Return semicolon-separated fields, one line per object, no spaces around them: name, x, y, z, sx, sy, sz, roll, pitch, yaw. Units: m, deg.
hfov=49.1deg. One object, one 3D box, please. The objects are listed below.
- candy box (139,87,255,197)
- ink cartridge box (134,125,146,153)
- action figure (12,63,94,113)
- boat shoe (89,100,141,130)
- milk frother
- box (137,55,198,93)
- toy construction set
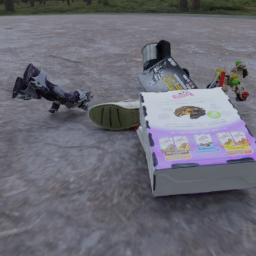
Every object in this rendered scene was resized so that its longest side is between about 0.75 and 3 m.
candy box;1.480;0.175;6.495;2.194;0.936;2.616;-4;41;-2
ink cartridge box;1.093;-0.013;8.185;1.648;0.510;2.032;-4;30;-9
action figure;-2.239;-1.012;8.965;2.571;0.892;1.673;21;-35;-40
boat shoe;-0.049;-0.440;8.672;2.247;0.840;0.768;1;18;1
milk frother;1.602;-2.676;12.122;1.639;1.816;1.708;-28;48;37
box;1.332;-1.450;9.513;1.413;0.431;1.784;-32;58;4
toy construction set;3.371;-1.730;9.391;1.469;1.353;1.761;11;-5;23
